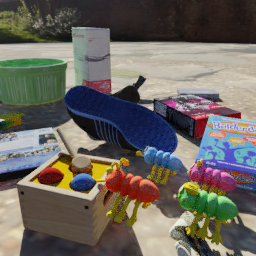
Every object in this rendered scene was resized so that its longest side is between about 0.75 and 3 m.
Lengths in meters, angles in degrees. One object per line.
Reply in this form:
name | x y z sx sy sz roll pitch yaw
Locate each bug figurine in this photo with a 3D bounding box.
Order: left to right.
bug figurine | 0.729 0.821 4.397 1.910 0.634 2.463 16 12 18

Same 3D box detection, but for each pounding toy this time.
pounding toy | -0.882 0.807 4.537 1.400 1.081 1.521 7 22 17

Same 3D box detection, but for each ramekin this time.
ramekin | -3.904 -1.935 11.327 2.960 1.446 2.960 0 21 0

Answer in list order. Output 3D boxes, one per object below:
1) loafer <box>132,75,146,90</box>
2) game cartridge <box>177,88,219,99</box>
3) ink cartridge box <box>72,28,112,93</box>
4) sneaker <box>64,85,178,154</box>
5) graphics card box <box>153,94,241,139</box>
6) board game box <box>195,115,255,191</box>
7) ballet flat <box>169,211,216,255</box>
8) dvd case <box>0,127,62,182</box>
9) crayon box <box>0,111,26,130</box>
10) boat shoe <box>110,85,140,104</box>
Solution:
loafer | 0.338 -1.768 11.618 0.365 0.417 1.160 39 55 -1
game cartridge | 2.904 -1.442 11.735 1.590 0.305 1.031 1 25 2
ink cartridge box | -1.623 -3.022 12.425 1.122 2.710 1.985 -10 23 -26
sneaker | -0.188 -0.045 6.897 2.945 1.147 1.033 28 68 13
graphics card box | 1.983 -0.446 8.545 1.542 0.625 2.457 -9 21 -20
board game box | 2.299 0.444 5.872 1.480 0.438 1.947 10 33 19
ballet flat | 0.799 1.487 3.619 0.465 0.419 1.234 13 19 -16
dvd case | -2.439 0.529 6.546 1.642 0.202 2.301 -9 23 -20
crayon box | -3.711 -0.229 8.460 0.673 0.269 1.061 16 27 37
boat shoe | -0.554 -0.660 9.082 0.798 0.850 2.362 -26 5 46
